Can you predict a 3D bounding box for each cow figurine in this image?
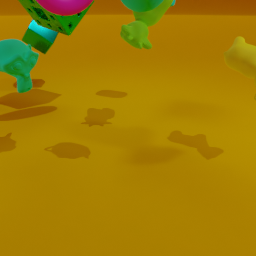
[{"bbox_3d":[0.467,-2.657,6.543,0.866,1.577,1.552,30,42,-22],"label":"cow figurine"},{"bbox_3d":[2.467,-1.182,5.537,1.271,0.698,1.251,25,51,10],"label":"cow figurine"}]

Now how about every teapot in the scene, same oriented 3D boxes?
[{"bbox_3d":[0.231,-2.254,4.238,1.385,0.861,0.678,-3,6,20],"label":"teapot"}]

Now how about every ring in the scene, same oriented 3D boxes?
[{"bbox_3d":[-1.405,-3.507,6.298,1.862,1.862,0.372,-18,41,-34],"label":"ring"}]

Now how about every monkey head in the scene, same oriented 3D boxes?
[{"bbox_3d":[-2.221,-1.216,5.448,0.798,0.952,1.324,24,37,25],"label":"monkey head"}]

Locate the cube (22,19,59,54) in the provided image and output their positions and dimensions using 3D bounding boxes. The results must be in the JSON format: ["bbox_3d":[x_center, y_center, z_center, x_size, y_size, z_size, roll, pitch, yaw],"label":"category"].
[{"bbox_3d":[-3.244,-3.609,10.577,1.000,1.000,1.000,29,-26,-25],"label":"cube"}]

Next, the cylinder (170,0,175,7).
[{"bbox_3d":[0.900,-3.992,8.406,0.827,0.827,0.827,-5,19,29],"label":"cylinder"}]

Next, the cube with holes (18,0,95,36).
[{"bbox_3d":[-2.094,-3.765,7.970,1.376,1.376,1.376,26,77,25],"label":"cube with holes"}]
